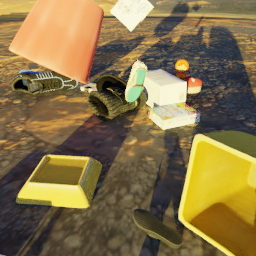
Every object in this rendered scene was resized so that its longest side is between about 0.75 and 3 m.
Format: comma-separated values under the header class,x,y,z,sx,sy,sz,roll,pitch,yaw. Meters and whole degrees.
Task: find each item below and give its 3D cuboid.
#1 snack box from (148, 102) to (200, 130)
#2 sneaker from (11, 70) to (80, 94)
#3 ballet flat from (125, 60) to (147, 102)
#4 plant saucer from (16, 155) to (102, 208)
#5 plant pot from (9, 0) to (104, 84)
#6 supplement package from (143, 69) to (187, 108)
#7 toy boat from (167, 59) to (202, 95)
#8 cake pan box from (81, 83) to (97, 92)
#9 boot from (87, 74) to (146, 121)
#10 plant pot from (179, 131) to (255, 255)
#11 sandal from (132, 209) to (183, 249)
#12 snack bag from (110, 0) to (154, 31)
class,x,y,z,sx,sy,sz,roll,pitch,yaw
snack box,1.658,-0.463,10.091,1.532,0.406,1.089,-12,29,-21
sneaker,-3.705,-1.994,12.581,2.990,1.048,1.165,0,37,6
ballet flat,0.194,-1.155,6.883,0.446,1.180,0.377,0,52,-21
plant saucer,-1.621,1.172,6.903,1.720,0.417,1.720,3,27,5
plant pot,-2.316,-3.358,9.967,2.979,2.636,2.979,23,6,-3
supplement package,1.315,-1.541,11.350,1.128,1.171,2.059,-12,30,-20
toy boat,2.407,-2.350,12.626,1.451,1.454,2.224,-9,28,-16
cake pan box,-1.690,-1.867,13.068,0.747,0.212,0.811,17,31,33
boot,-0.873,-1.283,10.996,2.059,1.036,2.753,-24,36,-38
plant pot,2.514,1.154,5.395,2.036,1.978,1.991,-13,29,-40
sandal,0.528,2.008,5.500,1.120,0.268,0.421,30,37,24
snack bag,0.121,-3.988,9.419,1.062,1.126,0.121,43,16,1
